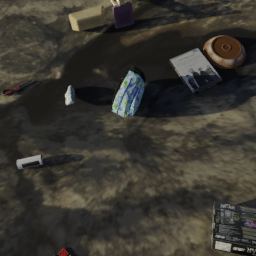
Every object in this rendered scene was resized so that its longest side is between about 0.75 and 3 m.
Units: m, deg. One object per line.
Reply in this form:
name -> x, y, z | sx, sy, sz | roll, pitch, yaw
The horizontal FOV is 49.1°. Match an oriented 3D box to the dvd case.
dvd case -> 2.754, -2.342, 11.449 | 1.396, 0.230, 1.858 | -24, 66, -11

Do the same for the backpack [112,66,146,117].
backpack -> 0.017, -1.216, 10.339 | 1.272, 1.350, 1.655 | 39, 75, 3

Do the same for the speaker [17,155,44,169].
speaker -> -3.373, 1.171, 9.650 | 0.835, 0.339, 0.339 | -12, 64, -6

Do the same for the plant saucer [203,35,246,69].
plant saucer -> 4.142, -3.325, 11.890 | 1.798, 0.329, 1.798 | 0, 63, -1

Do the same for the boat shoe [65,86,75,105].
boat shoe -> -2.279, -1.267, 10.777 | 0.331, 0.365, 0.992 | -23, 40, 11

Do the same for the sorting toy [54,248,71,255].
sorting toy -> -2.187, 4.208, 8.201 | 1.416, 0.240, 0.683 | -40, 70, -18

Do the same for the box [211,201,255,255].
box -> 3.444, 2.927, 8.080 | 1.943, 0.423, 1.557 | 5, 28, 16

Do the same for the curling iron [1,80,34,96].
curling iron -> -4.404, -1.631, 11.129 | 1.338, 0.171, 0.332 | -25, 66, -12

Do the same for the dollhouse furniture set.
dollhouse furniture set -> -1.404, -5.710, 12.369 | 2.769, 2.194, 1.965 | -17, 49, -5
